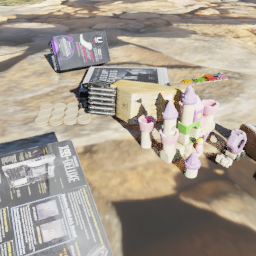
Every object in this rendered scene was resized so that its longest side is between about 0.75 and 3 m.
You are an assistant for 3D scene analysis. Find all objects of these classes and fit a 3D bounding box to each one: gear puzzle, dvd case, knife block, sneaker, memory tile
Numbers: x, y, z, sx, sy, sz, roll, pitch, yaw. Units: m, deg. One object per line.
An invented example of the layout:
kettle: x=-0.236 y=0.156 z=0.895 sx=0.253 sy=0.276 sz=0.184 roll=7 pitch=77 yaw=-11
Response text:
gear puzzle: x=1.953 y=-1.311 z=7.312 sx=1.162 sy=0.152 sz=0.602 roll=-7 pitch=22 yaw=4
dvd case: x=-0.052 y=-1.609 z=9.819 sx=2.946 sy=0.364 sz=2.214 roll=2 pitch=32 yaw=2
knife block: x=0.052 y=-0.917 z=8.200 sx=2.679 sy=0.857 sz=2.352 roll=-8 pitch=25 yaw=-29
sneaker: x=3.482 y=0.455 z=6.360 sx=1.029 sy=0.665 sz=1.897 roll=-16 pitch=42 yaw=-17
memory tile: x=-1.854 y=-0.420 z=8.211 sx=1.569 sy=0.132 sz=1.203 roll=-2 pitch=33 yaw=-5

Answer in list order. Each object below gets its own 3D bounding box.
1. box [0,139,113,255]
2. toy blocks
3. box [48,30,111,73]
box: x=-1.510 y=1.501 z=4.217 sx=2.077 sy=0.655 sz=2.633 roll=-14 pitch=50 yaw=-20
toy blocks: x=1.507 y=-0.171 z=6.402 sx=1.866 sy=1.681 sz=1.997 roll=-23 pitch=40 yaw=-32
box: x=-1.861 y=-2.935 z=10.795 sx=2.024 sy=1.237 sz=1.073 roll=-15 pitch=11 yaw=-23
